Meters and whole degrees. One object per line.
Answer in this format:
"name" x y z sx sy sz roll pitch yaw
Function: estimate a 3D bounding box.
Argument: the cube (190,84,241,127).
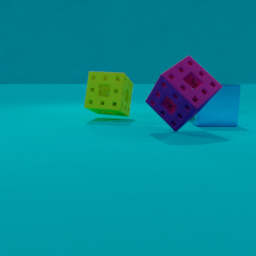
"cube" 2.675 -0.753 8.819 1.244 1.244 1.244 0 10 2

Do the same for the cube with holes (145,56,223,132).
"cube with holes" 1.396 -0.866 7.194 1.162 1.162 1.162 -38 -12 -31

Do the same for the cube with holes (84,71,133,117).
"cube with holes" -0.629 -1.145 9.710 1.244 1.244 1.244 5 -6 15
